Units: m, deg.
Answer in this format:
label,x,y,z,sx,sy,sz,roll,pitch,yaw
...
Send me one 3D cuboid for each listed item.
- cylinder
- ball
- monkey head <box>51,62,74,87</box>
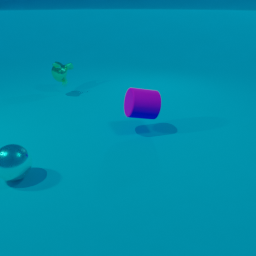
label,x,y,z,sx,sy,sz,roll,pitch,yaw
cylinder,0.404,-0.690,8.002,0.839,0.839,0.839,4,23,-19
ball,-2.484,0.740,6.033,0.802,0.802,0.802,0,25,0
monkey head,-2.576,-2.233,11.065,0.850,1.182,0.712,-14,48,3
